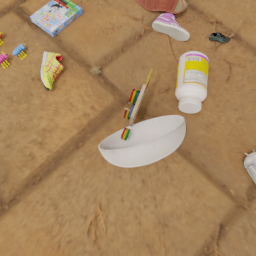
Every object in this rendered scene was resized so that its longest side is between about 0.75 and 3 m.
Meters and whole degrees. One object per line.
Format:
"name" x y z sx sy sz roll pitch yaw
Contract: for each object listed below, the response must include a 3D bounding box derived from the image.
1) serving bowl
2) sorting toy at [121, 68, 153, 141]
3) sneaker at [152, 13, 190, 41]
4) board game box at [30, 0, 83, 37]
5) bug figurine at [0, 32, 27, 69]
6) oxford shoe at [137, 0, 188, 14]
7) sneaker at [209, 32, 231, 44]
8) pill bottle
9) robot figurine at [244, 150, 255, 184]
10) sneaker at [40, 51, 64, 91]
"serving bowl" 0.526 0.509 8.772 2.795 2.795 0.919 -21 103 -9
"sorting toy" 0.211 -0.860 9.437 0.422 1.202 2.493 21 77 3
"sneaker" 1.982 -4.384 11.878 1.691 0.613 0.964 30 66 13
"board game box" -3.115 -4.957 12.273 1.381 0.334 1.826 37 71 15
"bug figurine" -5.146 -3.226 11.403 1.870 0.481 1.450 29 69 12
"oxford shoe" 1.479 -5.602 12.456 2.416 0.855 0.892 28 32 19
"sneaker" 3.867 -3.785 11.734 0.895 0.355 0.337 6 64 1
"pill bottle" 2.353 -1.663 10.335 1.127 1.127 2.161 9 66 4
"robot figurine" 4.362 1.368 9.117 1.213 0.808 1.430 -5 60 -43
"sneaker" -2.911 -2.256 10.847 0.817 0.707 1.810 -1 65 -3
